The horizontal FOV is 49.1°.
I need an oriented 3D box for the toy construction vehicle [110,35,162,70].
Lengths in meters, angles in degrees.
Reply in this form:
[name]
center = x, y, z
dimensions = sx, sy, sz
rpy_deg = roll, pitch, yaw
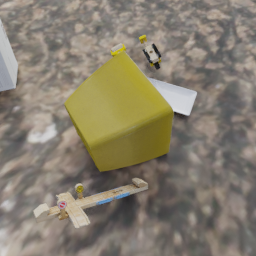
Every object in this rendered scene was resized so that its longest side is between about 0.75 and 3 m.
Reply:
[toy construction vehicle]
center = 0.275, -2.200, 9.402
dimensions = 1.603, 0.649, 1.842
rpy_deg = -29, 57, 7

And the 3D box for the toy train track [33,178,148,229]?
[toy train track]
center = -0.754, 1.488, 6.349
dimensions = 2.675, 0.435, 1.534
rpy_deg = -10, 17, -27

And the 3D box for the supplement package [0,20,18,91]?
[supplement package]
center = -4.999, -2.357, 8.106
dimensions = 2.684, 2.567, 1.974
rpy_deg = -15, 36, -9

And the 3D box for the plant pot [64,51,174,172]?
[plant pot]
center = -0.321, -0.170, 7.271
dimensions = 1.973, 2.237, 2.237
rpy_deg = -30, 62, -12

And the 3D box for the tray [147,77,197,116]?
[tray]
center = 1.155, -1.003, 8.922
dimensions = 1.882, 0.209, 1.010
rpy_deg = 19, 60, 12
